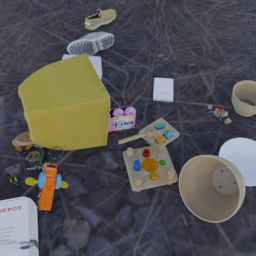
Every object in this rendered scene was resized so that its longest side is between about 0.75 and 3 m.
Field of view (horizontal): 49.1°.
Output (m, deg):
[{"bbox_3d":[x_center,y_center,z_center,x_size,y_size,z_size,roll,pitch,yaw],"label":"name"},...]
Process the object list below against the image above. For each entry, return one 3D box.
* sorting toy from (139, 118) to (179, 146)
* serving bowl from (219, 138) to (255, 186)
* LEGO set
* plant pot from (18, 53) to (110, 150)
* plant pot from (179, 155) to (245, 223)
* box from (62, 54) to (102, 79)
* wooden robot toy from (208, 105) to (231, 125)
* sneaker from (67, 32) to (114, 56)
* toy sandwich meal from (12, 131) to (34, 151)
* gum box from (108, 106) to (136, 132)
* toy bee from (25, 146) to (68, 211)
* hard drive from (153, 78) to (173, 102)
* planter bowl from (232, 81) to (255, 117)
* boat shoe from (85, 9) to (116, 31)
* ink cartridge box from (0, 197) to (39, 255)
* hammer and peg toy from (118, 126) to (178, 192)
[{"bbox_3d":[1.228,0.201,11.039,1.231,0.225,1.140,-33,59,-23],"label":"sorting toy"},{"bbox_3d":[4.121,1.271,9.962,1.878,0.618,1.878,0,53,0],"label":"serving bowl"},{"bbox_3d":[-3.539,1.272,10.159,1.817,0.515,1.180,-34,57,-9],"label":"LEGO set"},{"bbox_3d":[-2.368,-0.741,10.062,2.650,2.590,2.573,-14,53,-20],"label":"plant pot"},{"bbox_3d":[2.856,1.804,8.944,1.363,2.031,2.031,-4,43,-46],"label":"plant pot"},{"bbox_3d":[-2.125,-2.253,12.370,1.708,1.122,1.717,4,52,3],"label":"box"},{"bbox_3d":[3.867,-0.679,11.596,0.523,0.508,1.152,-27,57,-32],"label":"wooden robot toy"},{"bbox_3d":[-1.966,-4.252,14.194,2.530,0.946,1.038,-24,45,-28],"label":"sneaker"},{"bbox_3d":[-3.833,0.502,10.691,1.063,0.364,1.063,-1,29,0],"label":"toy sandwich meal"},{"bbox_3d":[-0.402,-0.347,11.075,1.466,0.832,0.485,-9,53,-7],"label":"gum box"},{"bbox_3d":[-2.576,1.632,9.356,2.036,1.333,1.107,-58,25,-8],"label":"toy bee"},{"bbox_3d":[1.585,-1.724,12.562,0.867,0.167,1.314,5,52,4],"label":"hard drive"},{"bbox_3d":[4.952,-1.094,11.560,1.467,0.988,1.467,0,52,0],"label":"planter bowl"},{"bbox_3d":[-1.489,-6.222,15.621,0.779,0.828,2.174,34,60,24],"label":"boat shoe"},{"bbox_3d":[-3.533,3.444,7.814,1.867,1.095,2.550,-9,58,-6],"label":"ink cartridge box"},{"bbox_3d":[0.635,1.093,9.999,1.675,0.803,2.278,-11,51,-8],"label":"hammer and peg toy"}]
